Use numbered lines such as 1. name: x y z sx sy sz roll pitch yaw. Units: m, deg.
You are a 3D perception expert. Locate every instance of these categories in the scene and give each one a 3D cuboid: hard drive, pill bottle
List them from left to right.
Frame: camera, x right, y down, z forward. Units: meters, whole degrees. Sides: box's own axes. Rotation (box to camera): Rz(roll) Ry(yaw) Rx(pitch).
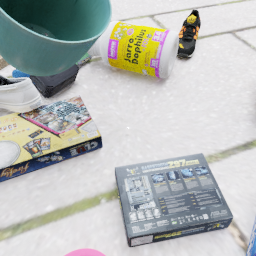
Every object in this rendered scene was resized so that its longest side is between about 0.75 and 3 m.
1. hard drive: -2.157 -2.932 9.848 1.161 0.315 1.662 -40 99 -33
2. pill bottle: 0.114 -2.718 9.465 2.946 1.536 1.536 15 47 15

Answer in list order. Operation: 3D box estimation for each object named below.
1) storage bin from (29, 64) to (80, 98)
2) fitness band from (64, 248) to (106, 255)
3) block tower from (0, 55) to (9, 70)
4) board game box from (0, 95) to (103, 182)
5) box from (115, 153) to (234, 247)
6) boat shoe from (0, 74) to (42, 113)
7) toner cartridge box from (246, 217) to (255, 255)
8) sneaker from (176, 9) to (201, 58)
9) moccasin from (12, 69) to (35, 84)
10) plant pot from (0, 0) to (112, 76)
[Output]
1. storage bin: -2.320 -1.699 8.849 0.912 0.632 1.349 46 55 2
2. fitness band: -1.008 2.890 4.695 1.880 0.352 1.350 -28 51 -26
3. block tower: -4.730 -2.147 9.721 0.383 0.410 1.418 23 51 22
4. board game box: -2.256 0.177 7.320 2.727 0.472 1.847 -18 48 -16
5. box: 0.873 1.454 5.988 2.127 0.543 1.677 -8 47 -8
6. boat shoe: -3.685 -1.114 7.955 2.848 0.976 1.025 14 38 34
7. toner cartridge box: 2.708 1.830 5.369 0.407 0.896 1.887 21 48 20
8. sneaker: 2.291 -3.677 10.739 0.857 1.102 2.450 13 46 13
9. moccasin: -3.089 -1.717 9.277 1.375 0.553 0.469 10 39 -10
10. plant pot: -1.585 -1.944 5.146 2.081 1.670 2.081 12 63 -26
